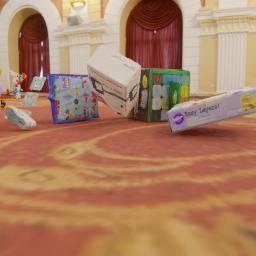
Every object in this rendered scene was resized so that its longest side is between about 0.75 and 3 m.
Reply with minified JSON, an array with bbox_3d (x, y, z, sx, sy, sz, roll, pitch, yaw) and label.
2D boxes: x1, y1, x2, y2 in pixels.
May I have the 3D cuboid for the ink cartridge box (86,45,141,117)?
[{"bbox_3d":[-0.405,-1.325,8.245,1.356,0.790,1.874,31,-20,12],"label":"ink cartridge box"}]

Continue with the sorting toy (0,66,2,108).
[{"bbox_3d":[-3.795,-0.905,7.218,1.143,2.140,1.927,0,16,-30],"label":"sorting toy"}]

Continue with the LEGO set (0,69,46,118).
[{"bbox_3d":[-3.506,-1.009,8.736,2.079,1.553,0.510,13,-10,44],"label":"LEGO set"}]

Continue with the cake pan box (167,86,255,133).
[{"bbox_3d":[2.024,-0.487,6.691,1.931,0.548,2.097,-13,5,18],"label":"cake pan box"}]

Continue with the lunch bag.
[{"bbox_3d":[-1.847,-0.975,9.073,0.940,1.504,1.998,0,7,25],"label":"lunch bag"}]

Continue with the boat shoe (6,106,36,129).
[{"bbox_3d":[-2.751,-0.238,7.181,1.048,0.385,0.350,35,20,32],"label":"boat shoe"}]

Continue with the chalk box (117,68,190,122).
[{"bbox_3d":[1.014,-1.153,9.651,1.703,1.715,2.748,-4,12,-32],"label":"chalk box"}]
